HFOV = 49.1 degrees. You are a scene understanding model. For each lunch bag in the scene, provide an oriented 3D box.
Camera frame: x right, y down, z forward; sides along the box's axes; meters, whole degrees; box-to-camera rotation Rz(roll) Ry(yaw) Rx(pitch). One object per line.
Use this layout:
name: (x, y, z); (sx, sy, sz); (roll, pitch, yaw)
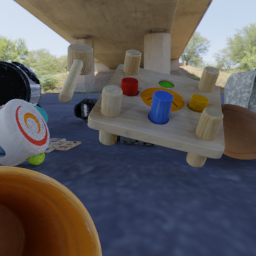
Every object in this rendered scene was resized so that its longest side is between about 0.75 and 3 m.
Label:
lunch bag: (3.901, -0.926, 9.072); (1.116, 1.899, 1.557); (-2, 8, -9)

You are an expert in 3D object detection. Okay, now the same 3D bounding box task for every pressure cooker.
pressure cooker: (-5.173, -1.678, 12.311); (2.468, 2.430, 2.763); (-1, 8, -3)

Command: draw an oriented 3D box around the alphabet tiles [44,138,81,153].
alphabet tiles: (-2.015, 0.381, 6.591); (1.636, 0.062, 1.368); (2, 8, 14)

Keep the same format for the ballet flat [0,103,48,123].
ballet flat: (-3.496, -0.175, 7.930); (0.972, 0.972, 2.800); (4, 10, 23)

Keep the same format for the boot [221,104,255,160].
boot: (2.653, -0.004, 6.255); (2.113, 1.015, 2.890); (1, 11, -32)

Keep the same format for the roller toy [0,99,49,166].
roller toy: (-1.969, 0.086, 4.847); (0.791, 1.132, 1.033); (-25, -34, 15)

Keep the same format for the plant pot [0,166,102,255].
plant pot: (-0.787, 0.732, 1.546); (1.010, 1.010, 0.925); (-5, -6, -31)

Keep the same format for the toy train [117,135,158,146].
toy train: (0.077, 0.274, 6.729); (1.494, 0.255, 0.342); (3, -3, 25)

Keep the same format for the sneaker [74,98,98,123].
sneaker: (-0.939, -0.632, 10.259); (2.748, 0.971, 1.342); (4, 9, 40)

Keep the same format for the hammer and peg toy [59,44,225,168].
hammer and peg toy: (0.147, -0.480, 4.840); (2.919, 1.029, 2.147); (13, 38, 5)
